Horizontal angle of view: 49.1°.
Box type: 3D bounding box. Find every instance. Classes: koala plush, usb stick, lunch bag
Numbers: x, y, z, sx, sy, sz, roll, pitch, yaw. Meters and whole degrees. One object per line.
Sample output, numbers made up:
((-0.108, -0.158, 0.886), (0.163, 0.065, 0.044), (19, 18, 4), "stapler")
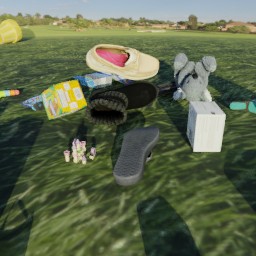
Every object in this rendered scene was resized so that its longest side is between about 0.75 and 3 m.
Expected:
((3.119, -2.054, 13.414), (2.064, 2.139, 2.327), (5, 45, 2), "koala plush")
((2.030, -2.071, 14.712), (2.887, 0.471, 0.801), (-18, 35, -36), "usb stick")
((-4.253, -1.245, 12.831), (1.106, 0.520, 0.832), (2, 24, 30), "lunch bag")
((-0.835, -3.559, 16.239), (2.141, 1.326, 1.820), (33, -1, -39), "lunch bag")

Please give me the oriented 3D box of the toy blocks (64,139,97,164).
((-1.396, 0.597, 8.207), (0.754, 0.634, 0.704), (7, 24, 16), "toy blocks")

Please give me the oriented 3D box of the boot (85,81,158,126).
((-0.120, -1.004, 11.175), (3.094, 1.164, 2.313), (-13, 17, -2), "boot")

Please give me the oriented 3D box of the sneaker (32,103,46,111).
((-3.668, -0.917, 12.249), (1.026, 0.376, 0.420), (-3, 3, -13), "sneaker")

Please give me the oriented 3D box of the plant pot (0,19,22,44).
((-15.410, -11.978, 35.412), (2.831, 2.831, 2.664), (13, 41, 28), "plant pot")

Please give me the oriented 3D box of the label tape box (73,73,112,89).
((-2.005, -2.650, 15.869), (1.311, 0.605, 1.829), (19, 29, 37), "label tape box")

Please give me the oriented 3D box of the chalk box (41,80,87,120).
((-2.579, -1.030, 10.789), (1.087, 1.093, 1.756), (-22, 4, -38), "chalk box")

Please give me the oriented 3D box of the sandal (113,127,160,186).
((0.240, 0.766, 8.092), (1.021, 0.575, 2.684), (2, 32, 22), "sandal")

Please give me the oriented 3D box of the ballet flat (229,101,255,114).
((5.164, -0.950, 12.047), (1.520, 0.517, 0.520), (13, 18, 26), "ballet flat")

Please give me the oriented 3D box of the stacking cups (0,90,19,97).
((-6.107, -1.736, 14.155), (1.129, 0.341, 0.341), (-10, 25, -31), "stacking cups")

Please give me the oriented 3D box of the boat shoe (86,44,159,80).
((-0.058, -2.455, 10.295), (2.848, 1.050, 0.985), (2, -10, -19), "boat shoe")

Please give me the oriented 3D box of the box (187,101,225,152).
((2.438, -0.070, 8.931), (0.840, 1.284, 1.278), (0, 23, 1), "box")
